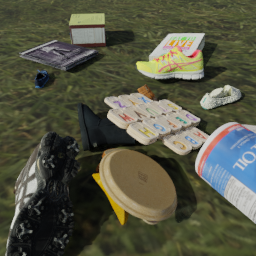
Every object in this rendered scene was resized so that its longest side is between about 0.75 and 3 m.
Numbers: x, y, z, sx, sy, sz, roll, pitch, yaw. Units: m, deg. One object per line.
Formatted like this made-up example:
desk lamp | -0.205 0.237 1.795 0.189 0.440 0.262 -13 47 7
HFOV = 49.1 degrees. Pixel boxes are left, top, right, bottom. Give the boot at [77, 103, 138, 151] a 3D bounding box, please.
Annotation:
boot | -0.610 -0.125 7.932 1.526 0.693 1.816 -9 41 -10

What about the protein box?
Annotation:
protein box | -1.875 -4.647 13.309 1.597 1.077 1.585 -3 39 -4

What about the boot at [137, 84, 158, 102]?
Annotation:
boot | 0.542 -0.958 8.930 0.358 0.725 0.933 -24 13 49

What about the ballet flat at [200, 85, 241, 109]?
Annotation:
ballet flat | 3.163 -1.095 9.267 1.747 0.627 0.627 -22 43 -26

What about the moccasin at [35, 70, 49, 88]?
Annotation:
moccasin | -3.193 -1.907 10.426 0.452 0.383 1.123 -3 39 -4

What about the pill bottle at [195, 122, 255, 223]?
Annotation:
pill bottle | 2.837 1.156 5.649 1.524 1.524 2.716 -24 45 -28

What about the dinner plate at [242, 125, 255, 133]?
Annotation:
dinner plate | 3.385 0.138 7.458 1.726 0.209 1.726 4 14 -1

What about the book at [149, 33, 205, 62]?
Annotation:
book | 2.199 -3.413 12.241 1.767 0.636 2.645 11 41 21

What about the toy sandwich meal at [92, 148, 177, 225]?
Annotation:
toy sandwich meal | 0.116 1.234 6.044 2.055 0.704 2.055 24 31 -15

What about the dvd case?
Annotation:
dvd case | -2.972 -3.191 12.060 2.746 0.219 2.042 22 42 27

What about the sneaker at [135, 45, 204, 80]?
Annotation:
sneaker | 1.546 -2.444 10.298 2.617 1.182 1.023 -2 26 -9

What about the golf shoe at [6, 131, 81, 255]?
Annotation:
golf shoe | -1.775 1.547 5.701 1.133 1.377 2.915 30 53 -29

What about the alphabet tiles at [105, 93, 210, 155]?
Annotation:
alphabet tiles | 0.814 -0.277 7.642 2.741 0.205 2.803 37 31 28
